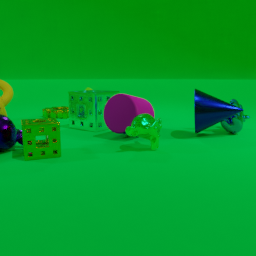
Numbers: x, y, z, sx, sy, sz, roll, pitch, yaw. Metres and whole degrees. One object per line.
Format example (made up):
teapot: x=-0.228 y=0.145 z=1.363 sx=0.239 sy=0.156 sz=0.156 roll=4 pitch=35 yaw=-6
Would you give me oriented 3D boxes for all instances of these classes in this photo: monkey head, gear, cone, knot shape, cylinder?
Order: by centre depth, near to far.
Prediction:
monkey head: x=-2.938 y=-0.082 z=6.201 sx=0.987 sy=1.178 sz=1.638 roll=-7 pitch=-25 yaw=27
monkey head: x=0.403 y=0.080 z=6.384 sx=0.680 sy=0.812 sz=1.129 roll=4 pitch=13 yaw=26
cone: x=2.452 y=-0.466 z=7.550 sx=1.256 sy=1.251 sz=1.251 roll=-1 pitch=10 yaw=15
cylinder: x=0.040 y=-0.355 z=7.589 sx=1.037 sy=1.037 sz=1.037 roll=7 pitch=2 yaw=31
knot shape: x=-4.216 y=-0.545 z=8.334 sx=0.830 sy=1.681 sz=1.796 roll=35 pitch=19 yaw=-49
gear: x=-2.620 y=-0.653 z=11.483 sx=1.671 sy=0.309 sz=1.671 roll=0 pitch=11 yaw=0

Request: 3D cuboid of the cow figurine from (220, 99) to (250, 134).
cow figurine: x=3.159 y=-0.268 z=8.332 sx=0.722 sy=1.295 sz=1.316 roll=-19 pitch=43 yaw=31

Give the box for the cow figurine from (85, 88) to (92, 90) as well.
cow figurine: x=-1.684 y=-1.148 z=11.953 sx=0.674 sy=1.228 sz=1.209 roll=35 pitch=29 yaw=15

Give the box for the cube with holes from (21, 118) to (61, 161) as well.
cube with holes: x=-1.845 y=0.210 z=5.929 sx=0.723 sy=0.723 sz=0.723 roll=-4 pitch=12 yaw=-21

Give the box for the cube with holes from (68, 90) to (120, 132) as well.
cube with holes: x=-1.071 y=-0.594 z=8.944 sx=1.152 sy=1.152 sz=1.152 roll=8 pitch=14 yaw=36
